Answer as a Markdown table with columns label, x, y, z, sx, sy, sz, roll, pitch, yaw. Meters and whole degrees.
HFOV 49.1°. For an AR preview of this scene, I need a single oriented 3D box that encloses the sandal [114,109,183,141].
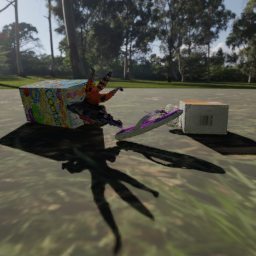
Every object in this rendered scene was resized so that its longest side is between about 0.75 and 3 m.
| label | x | y | z | sx | sy | sz | roll | pitch | yaw |
| --- | --- | --- | --- | --- | --- | --- | --- | --- | --- |
| sandal | 0.431 | -0.166 | 6.699 | 1.801 | 0.443 | 0.733 | -22 | 7 | 15 |

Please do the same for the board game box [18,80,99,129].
| label | x | y | z | sx | sy | sz | roll | pitch | yaw |
| --- | --- | --- | --- | --- | --- | --- | --- | --- | --- |
| board game box | -2.344 | -0.890 | 9.562 | 2.518 | 1.297 | 1.320 | 7 | 24 | 38 |

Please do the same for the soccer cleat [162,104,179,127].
| label | x | y | z | sx | sy | sz | roll | pitch | yaw |
| --- | --- | --- | --- | --- | --- | --- | --- | --- | --- |
| soccer cleat | 1.312 | -0.444 | 9.033 | 0.477 | 0.426 | 1.229 | 9 | 31 | -8 |

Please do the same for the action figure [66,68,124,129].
| label | x | y | z | sx | sy | sz | roll | pitch | yaw |
| --- | --- | --- | --- | --- | --- | --- | --- | --- | --- |
| action figure | -0.694 | -0.632 | 7.165 | 1.537 | 1.487 | 0.804 | 26 | 35 | -21 |

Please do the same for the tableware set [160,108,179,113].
| label | x | y | z | sx | sy | sz | roll | pitch | yaw |
| --- | --- | --- | --- | --- | --- | --- | --- | --- | --- |
| tableware set | 1.846 | -0.696 | 12.189 | 1.109 | 0.222 | 0.733 | 3 | 16 | 33 |

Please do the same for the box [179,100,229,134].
| label | x | y | z | sx | sy | sz | roll | pitch | yaw |
| --- | --- | --- | --- | --- | --- | --- | --- | --- | --- |
| box | 2.197 | -0.363 | 8.407 | 1.200 | 0.838 | 1.576 | 1 | 10 | 4 |

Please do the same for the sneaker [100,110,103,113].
| label | x | y | z | sx | sy | sz | roll | pitch | yaw |
| --- | --- | --- | --- | --- | --- | --- | --- | --- | --- |
| sneaker | -1.332 | -0.738 | 10.401 | 1.208 | 0.455 | 0.461 | 39 | 37 | 0 |
